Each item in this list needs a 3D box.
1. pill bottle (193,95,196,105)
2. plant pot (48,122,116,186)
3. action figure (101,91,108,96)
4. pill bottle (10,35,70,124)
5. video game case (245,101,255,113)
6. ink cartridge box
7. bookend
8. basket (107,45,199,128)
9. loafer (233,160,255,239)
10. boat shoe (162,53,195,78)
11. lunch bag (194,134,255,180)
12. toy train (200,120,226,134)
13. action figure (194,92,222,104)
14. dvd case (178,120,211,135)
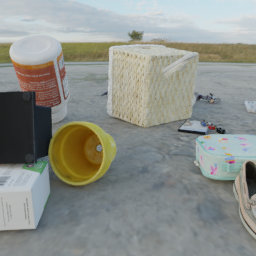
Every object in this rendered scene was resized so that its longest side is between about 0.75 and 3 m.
[{"bbox_3d":[2.675,-1.558,13.783,0.978,0.978,1.755,-2,18,-8],"label":"pill bottle"},{"bbox_3d":[-0.901,0.528,6.484,1.371,1.371,1.290,6,3,18],"label":"plant pot"},{"bbox_3d":[-0.851,-1.953,16.153,1.281,0.670,1.239,-30,15,-6],"label":"action figure"},{"bbox_3d":[-3.039,-1.632,10.123,1.673,2.983,1.673,1,45,-1],"label":"pill bottle"},{"bbox_3d":[6.507,-0.964,13.151,1.778,0.215,1.951,5,17,17],"label":"video game case"},{"bbox_3d":[-2.447,1.174,5.019,1.814,0.762,1.314,-1,14,-4],"label":"ink cartridge box"},{"bbox_3d":[-2.917,-0.016,6.590,2.922,1.346,2.904,-1,1,8],"label":"bookend"},{"bbox_3d":[0.971,-1.728,11.267,2.900,2.926,2.353,-13,27,-35],"label":"basket"},{"bbox_3d":[2.356,1.262,4.948,0.775,0.678,2.157,1,17,5],"label":"loafer"},{"bbox_3d":[1.392,-1.673,7.550,0.978,0.321,0.352,-28,9,24],"label":"boat shoe"},{"bbox_3d":[2.570,0.715,6.657,1.923,0.741,1.542,0,19,2],"label":"lunch bag"},{"bbox_3d":[2.952,-0.027,9.871,0.233,0.174,1.019,-27,41,-34],"label":"toy train"},{"bbox_3d":[4.152,-1.593,14.749,1.519,0.527,0.989,12,15,26],"label":"action figure"},{"bbox_3d":[2.445,-0.036,10.233,0.952,0.117,1.334,7,19,22],"label":"dvd case"}]
